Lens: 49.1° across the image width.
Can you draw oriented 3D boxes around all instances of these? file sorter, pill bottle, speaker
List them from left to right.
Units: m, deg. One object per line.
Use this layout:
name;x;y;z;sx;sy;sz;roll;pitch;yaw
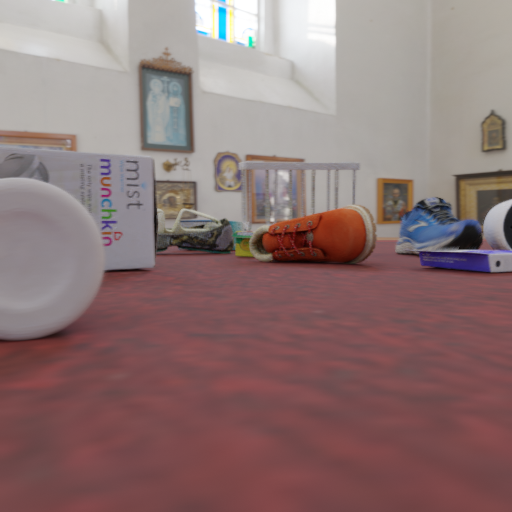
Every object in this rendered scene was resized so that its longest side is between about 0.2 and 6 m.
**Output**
pill bottle;-1.242;-0.002;2.851;0.696;0.696;1.240;-1;2;-27
file sorter;0.733;-1.123;10.420;2.020;1.258;1.402;0;8;-6
speaker;4.520;-0.465;9.424;1.082;1.082;2.664;1;2;17

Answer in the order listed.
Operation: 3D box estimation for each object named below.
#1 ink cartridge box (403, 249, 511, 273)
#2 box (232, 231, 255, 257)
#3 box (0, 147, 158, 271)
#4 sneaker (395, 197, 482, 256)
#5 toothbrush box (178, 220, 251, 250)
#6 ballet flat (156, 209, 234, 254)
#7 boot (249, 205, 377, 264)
ink cartridge box;2.568;0.047;6.727;1.152;0.250;1.141;1;2;-25
box;0.474;-0.240;10.704;1.264;0.521;2.154;2;1;22
box;-3.008;-0.561;7.093;2.600;1.425;2.946;-2;3;-33
sneaker;3.313;-0.561;10.505;0.983;1.115;2.502;-1;2;-12
toothbrush box;-1.007;-0.518;14.179;1.295;0.754;1.768;1;1;21
ballet flat;-1.750;-0.517;11.525;2.706;0.973;0.973;-1;3;-21
boot;0.760;-0.218;8.064;1.177;0.824;2.196;-7;-1;-28
